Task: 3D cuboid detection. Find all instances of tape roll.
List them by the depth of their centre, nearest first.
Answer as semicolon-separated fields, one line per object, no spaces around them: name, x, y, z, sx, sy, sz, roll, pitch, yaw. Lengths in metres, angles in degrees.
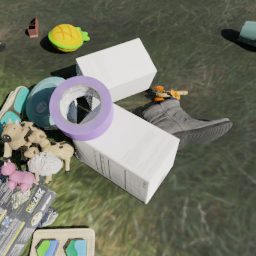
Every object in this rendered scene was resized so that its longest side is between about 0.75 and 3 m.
tape roll;-1.296;-0.551;8.049;1.752;0.744;1.752;-1;74;2

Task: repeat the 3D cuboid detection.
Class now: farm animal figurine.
farm animal figurine;-2.981;0.521;8.351;2.927;1.472;2.363;20;15;35

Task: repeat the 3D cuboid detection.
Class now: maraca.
maraca;-2.676;-4.162;12.787;1.440;1.124;2.101;38;44;6

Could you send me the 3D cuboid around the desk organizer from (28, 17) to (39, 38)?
desk organizer;-4.628;-4.953;13.692;0.398;0.427;1.109;-8;56;-5

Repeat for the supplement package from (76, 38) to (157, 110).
supplement package;-0.488;-2.013;10.642;2.562;1.534;1.553;-22;76;-15

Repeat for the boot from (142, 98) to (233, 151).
boot;2.112;-0.355;10.140;2.919;1.019;1.921;-13;57;-11

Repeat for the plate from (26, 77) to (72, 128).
plate;-2.887;-0.981;10.000;1.968;0.251;1.968;-6;71;18

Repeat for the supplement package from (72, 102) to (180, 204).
supplement package;-0.104;0.707;8.964;2.861;1.713;1.734;30;60;19

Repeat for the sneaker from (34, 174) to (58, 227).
sneaker;-2.580;2.225;8.536;1.122;0.590;1.552;6;64;14

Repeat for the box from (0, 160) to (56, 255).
box;-3.610;2.469;7.951;2.087;0.636;2.589;23;73;22

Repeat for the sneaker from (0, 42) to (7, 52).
sneaker;-6.134;-3.664;12.783;1.207;0.447;0.534;-39;66;-24

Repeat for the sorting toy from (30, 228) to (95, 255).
sorting toy;-1.855;3.768;7.674;1.810;0.357;1.955;-1;56;-1

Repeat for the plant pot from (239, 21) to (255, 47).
plant pot;5.863;-4.305;12.850;1.211;1.236;1.236;28;59;26

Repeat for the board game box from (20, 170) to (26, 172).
board game box;-3.655;1.903;9.033;1.189;0.232;0.940;-17;61;-27

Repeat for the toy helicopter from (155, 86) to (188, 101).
toy helicopter;1.786;-1.365;11.013;1.418;0.559;0.938;-8;12;-26

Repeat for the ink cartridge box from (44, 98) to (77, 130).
ink cartridge box;-2.600;-0.821;10.639;1.221;0.715;1.690;-5;57;-2

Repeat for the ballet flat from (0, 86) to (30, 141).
ballet flat;-4.421;-0.495;10.518;0.795;0.860;2.551;-11;46;28
